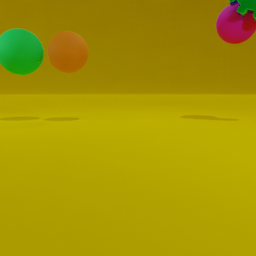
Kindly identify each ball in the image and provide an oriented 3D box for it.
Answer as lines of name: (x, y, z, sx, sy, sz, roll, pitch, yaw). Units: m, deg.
ball: (-1.803, -2.280, 8.439, 1.216, 1.216, 1.216, 0, 7, 0)
ball: (-3.310, -2.331, 8.615, 1.383, 1.383, 1.383, 0, 7, 0)
ball: (3.402, -3.267, 8.788, 1.212, 1.212, 1.212, 0, 7, 0)

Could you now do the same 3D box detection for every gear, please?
gear: (3.720, -3.954, 7.608, 1.921, 1.921, 0.355, 4, 5, 27)
